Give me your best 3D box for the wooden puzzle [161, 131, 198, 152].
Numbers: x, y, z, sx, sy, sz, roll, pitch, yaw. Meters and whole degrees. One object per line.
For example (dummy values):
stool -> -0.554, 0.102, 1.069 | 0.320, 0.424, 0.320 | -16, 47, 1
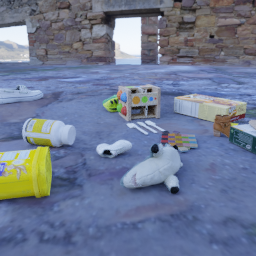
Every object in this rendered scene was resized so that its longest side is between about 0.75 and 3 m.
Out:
wooden puzzle -> 1.761, 0.459, 9.760 | 1.208, 0.143, 2.037 | 2, 17, 8

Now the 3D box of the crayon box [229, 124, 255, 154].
crayon box -> 4.904, 0.299, 9.462 | 2.407, 0.621, 1.513 | -6, 18, -18

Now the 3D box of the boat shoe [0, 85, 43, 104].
boat shoe -> -6.512, -2.158, 17.140 | 1.080, 0.980, 2.936 | 12, 20, 36

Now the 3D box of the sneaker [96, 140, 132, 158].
sneaker -> -0.385, 0.705, 8.600 | 1.110, 0.433, 0.552 | -12, 25, -10

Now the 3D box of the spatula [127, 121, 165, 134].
spatula -> 0.758, -0.003, 11.439 | 1.170, 0.135, 1.683 | -3, 19, -24

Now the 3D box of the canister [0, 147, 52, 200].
canister -> -2.854, 1.066, 6.457 | 2.015, 0.872, 1.497 | -5, 17, -11

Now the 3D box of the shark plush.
shark plush -> 0.741, 0.815, 7.397 | 1.111, 1.212, 2.667 | -26, 10, 26

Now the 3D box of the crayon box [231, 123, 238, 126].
crayon box -> 4.007, -0.009, 11.186 | 0.587, 0.235, 0.924 | 12, 21, 35

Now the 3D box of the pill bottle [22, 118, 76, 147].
pill bottle -> -2.632, 0.172, 9.451 | 1.595, 0.888, 0.888 | 6, 17, 14

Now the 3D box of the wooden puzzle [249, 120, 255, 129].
wooden puzzle -> 4.751, -0.059, 9.268 | 1.155, 0.215, 1.068 | -4, 17, 4

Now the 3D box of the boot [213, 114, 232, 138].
boot -> 3.698, -0.074, 10.277 | 1.106, 0.856, 0.408 | 2, 22, 11

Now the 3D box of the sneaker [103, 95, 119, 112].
sneaker -> -0.211, -1.503, 14.984 | 2.575, 0.954, 1.076 | -12, 24, -34

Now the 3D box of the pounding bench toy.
pounding bench toy -> 0.287, -1.338, 13.590 | 1.792, 1.428, 2.298 | -6, 17, -17

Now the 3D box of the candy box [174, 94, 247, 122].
candy box -> 3.858, -0.981, 13.433 | 1.703, 0.816, 2.951 | -13, 21, -36
